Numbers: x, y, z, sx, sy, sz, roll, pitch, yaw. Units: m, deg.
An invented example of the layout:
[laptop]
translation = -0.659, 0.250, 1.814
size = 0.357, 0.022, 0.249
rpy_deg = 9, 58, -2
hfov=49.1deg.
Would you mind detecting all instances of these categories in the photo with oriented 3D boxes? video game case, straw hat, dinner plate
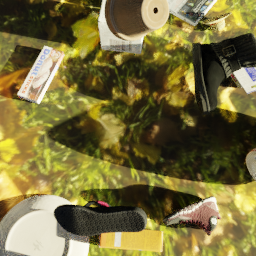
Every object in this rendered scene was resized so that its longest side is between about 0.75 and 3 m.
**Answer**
[video game case]
translation = 2.636, -5.351, 11.931
size = 1.688, 0.217, 1.857
rpy_deg = 35, 72, 13
[straw hat]
translation = 3.610, -4.188, 11.291
size = 1.186, 1.186, 0.502
rpy_deg = -28, 114, -10
[dinner plate]
translation = -2.667, 3.495, 8.437
size = 2.951, 0.358, 2.951
rpy_deg = 0, 70, 1

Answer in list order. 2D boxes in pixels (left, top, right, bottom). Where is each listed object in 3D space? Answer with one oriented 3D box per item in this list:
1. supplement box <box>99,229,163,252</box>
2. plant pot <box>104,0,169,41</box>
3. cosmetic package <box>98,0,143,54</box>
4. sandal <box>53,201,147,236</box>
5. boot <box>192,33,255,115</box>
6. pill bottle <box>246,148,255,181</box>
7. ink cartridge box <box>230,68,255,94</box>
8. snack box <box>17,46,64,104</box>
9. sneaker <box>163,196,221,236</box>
[supplement box]
translation = 0.091, 3.307, 8.342
size = 1.848, 0.615, 0.636
rpy_deg = 2, 69, 1
[plant pot]
translation = 0.366, -3.237, 7.750
size = 1.623, 1.623, 1.415
rpy_deg = -43, 35, -15
[cosmetic package]
translation = -0.139, -4.186, 10.701
size = 1.632, 1.634, 1.980
rpy_deg = 6, 69, 2
[sandal]
translation = -0.546, 1.760, 5.598
size = 1.910, 0.717, 0.430
rpy_deg = -3, 24, 12
[boot]
translation = 3.500, -1.972, 9.858
size = 2.298, 1.157, 3.074
rpy_deg = -3, 68, 12
[pill bottle]
translation = 5.337, 0.720, 8.822
size = 2.855, 1.602, 1.602
rpy_deg = -31, 72, -11
[ink cartridge box]
translation = 4.348, -2.137, 10.609
size = 0.885, 0.347, 1.869
rpy_deg = -22, 68, -7
[snack box]
translation = -3.263, -2.037, 10.596
size = 0.821, 0.277, 2.282
rpy_deg = 18, 70, 7
[sneaker]
translation = 2.038, 2.854, 8.500
size = 1.801, 0.681, 1.040
rpy_deg = -20, 73, -9
